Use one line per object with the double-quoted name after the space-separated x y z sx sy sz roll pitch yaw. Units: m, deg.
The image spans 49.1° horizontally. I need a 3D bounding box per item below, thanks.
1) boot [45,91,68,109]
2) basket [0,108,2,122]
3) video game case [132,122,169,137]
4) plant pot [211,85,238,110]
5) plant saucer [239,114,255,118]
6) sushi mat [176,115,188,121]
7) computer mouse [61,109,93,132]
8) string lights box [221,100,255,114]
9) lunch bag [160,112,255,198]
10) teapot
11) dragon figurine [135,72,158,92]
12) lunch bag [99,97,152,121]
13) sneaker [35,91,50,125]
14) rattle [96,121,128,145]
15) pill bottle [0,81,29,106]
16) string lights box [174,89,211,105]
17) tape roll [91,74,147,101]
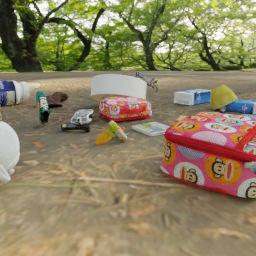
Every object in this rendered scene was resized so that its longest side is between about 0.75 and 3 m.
-3.865 -1.417 15.146 1.913 0.692 1.591 -8 29 -36 "boot"
-5.936 -0.699 10.466 1.934 1.380 1.441 -11 19 -38 "basket"
0.923 0.030 10.144 1.115 0.140 1.226 -9 18 -31 "video game case"
4.603 -1.593 13.837 1.293 0.918 1.293 -26 2 1 "plant pot"
4.939 -0.335 11.284 1.461 0.281 1.461 0 14 0 "plant saucer"
2.938 -0.321 11.537 1.803 0.109 0.862 6 16 23 "sushi mat"
-1.775 -0.257 10.749 1.103 0.441 2.011 -3 20 9 "computer mouse"
5.487 -1.049 13.504 1.765 0.520 0.907 9 17 32 "string lights box"
2.446 0.501 6.457 2.633 1.225 2.989 15 21 32 "lunch bag"
-2.919 0.636 6.138 1.447 1.071 1.466 -24 22 29 "teapot"
0.998 -2.437 14.692 0.983 0.582 1.978 20 1 23 "dragon figurine"
-0.060 -0.831 12.003 2.081 0.853 1.833 -8 17 -28 "lunch bag"
-3.216 -0.787 10.687 0.476 1.335 0.533 -7 0 -40 "sneaker"
-0.471 0.277 9.071 0.802 0.880 1.232 33 0 -2 "rattle"
-6.633 -1.887 15.131 2.288 1.324 1.324 -10 18 -34 "pill bottle"
3.768 -1.770 16.000 2.204 0.650 1.132 -12 19 -39 "string lights box"
-0.468 -1.890 14.174 2.791 0.976 2.791 5 -5 0 "tape roll"
